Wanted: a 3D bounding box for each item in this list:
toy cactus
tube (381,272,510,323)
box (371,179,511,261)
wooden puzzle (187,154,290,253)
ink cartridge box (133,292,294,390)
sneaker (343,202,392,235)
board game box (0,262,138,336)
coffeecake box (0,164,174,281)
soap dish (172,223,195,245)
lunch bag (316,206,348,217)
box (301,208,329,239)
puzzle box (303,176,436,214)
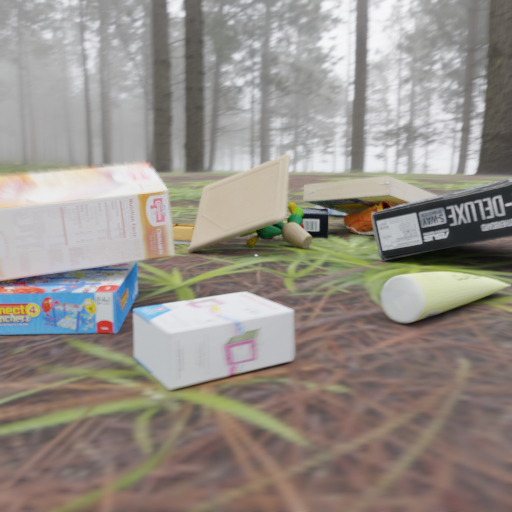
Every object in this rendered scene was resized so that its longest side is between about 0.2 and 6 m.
[{"bbox_3d":[0.450,-0.530,11.457,1.874,0.958,1.546,-7,31,-44],"label":"toy cactus"},{"bbox_3d":[2.308,0.408,6.881,2.111,0.548,0.613,-4,49,-45],"label":"tube"},{"bbox_3d":[4.232,-0.845,9.897,3.602,0.896,2.840,-12,2,33],"label":"box"},{"bbox_3d":[-0.268,-0.998,10.959,2.036,0.410,2.201,-18,37,23],"label":"wooden puzzle"},{"bbox_3d":[-0.385,0.717,5.083,1.225,0.518,0.885,-5,11,-32],"label":"ink cartridge box"},{"bbox_3d":[2.750,-0.829,12.573,0.776,0.820,2.127,-7,11,-29],"label":"sneaker"},{"bbox_3d":[-2.344,0.448,6.613,1.664,0.475,1.700,0,11,-5],"label":"board game box"},{"bbox_3d":[-2.287,-0.471,6.743,2.295,0.838,1.761,-8,20,-16],"label":"coffeecake box"},{"bbox_3d":[-1.502,-0.465,11.813,0.881,0.358,0.693,5,12,19],"label":"soap dish"},{"bbox_3d":[2.601,-1.525,16.817,1.652,0.624,1.324,-7,11,-38],"label":"lunch bag"},{"bbox_3d":[1.250,-0.759,12.785,0.806,0.568,1.090,2,10,7],"label":"box"},{"bbox_3d":[2.976,-1.316,13.484,2.223,0.425,3.341,0,-5,40],"label":"puzzle box"}]
